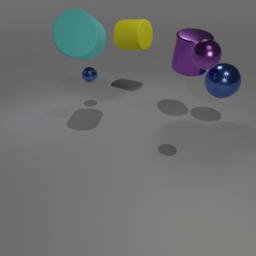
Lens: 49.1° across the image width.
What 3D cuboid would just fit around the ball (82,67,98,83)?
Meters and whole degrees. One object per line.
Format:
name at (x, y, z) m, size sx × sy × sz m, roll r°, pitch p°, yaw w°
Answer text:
ball at (-1.698, -2.356, 12.436) m, size 0.700 × 0.700 × 0.700 m, roll 0°, pitch 29°, yaw 0°

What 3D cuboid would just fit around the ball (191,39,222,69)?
ball at (1.872, -1.755, 6.682) m, size 0.700 × 0.700 × 0.700 m, roll 0°, pitch 29°, yaw 0°

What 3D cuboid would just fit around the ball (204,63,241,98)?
ball at (3.789, -1.893, 11.218) m, size 1.400 × 1.400 × 1.400 m, roll 0°, pitch 29°, yaw 0°

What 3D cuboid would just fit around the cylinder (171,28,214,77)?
cylinder at (2.471, -2.938, 10.860) m, size 1.400 × 1.400 × 1.400 m, roll 2°, pitch 39°, yaw -2°

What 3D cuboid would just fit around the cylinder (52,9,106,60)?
cylinder at (-1.502, -2.926, 8.940) m, size 1.400 × 1.400 × 1.400 m, roll 3°, pitch 12°, yaw 5°

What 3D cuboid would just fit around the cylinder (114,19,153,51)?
cylinder at (0.257, -4.490, 13.536) m, size 1.400 × 1.400 × 1.400 m, roll 13°, pitch 31°, yaw 32°
